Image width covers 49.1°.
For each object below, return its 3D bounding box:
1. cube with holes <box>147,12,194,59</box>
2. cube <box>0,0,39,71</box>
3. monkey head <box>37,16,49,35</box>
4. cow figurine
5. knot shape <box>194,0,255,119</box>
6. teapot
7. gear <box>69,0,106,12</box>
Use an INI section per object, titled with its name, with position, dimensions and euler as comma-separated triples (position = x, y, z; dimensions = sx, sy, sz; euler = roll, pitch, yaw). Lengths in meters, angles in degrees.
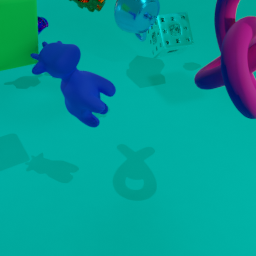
[cube with holes]
position = 1.313, -2.948, 8.979
dimensions = 1.032, 1.032, 1.032
euler = -12, 0, -15
[cube]
position = -1.952, -1.538, 3.770
dimensions = 1.125, 1.125, 1.125
euler = -20, 65, -26
[monkey head]
position = -2.890, -3.151, 8.063
dimensions = 1.436, 1.033, 0.866
euler = -15, 25, -34
[cow figurine]
position = -0.848, -0.672, 4.315
dimensions = 1.272, 1.293, 0.710
euler = 31, 62, 0
[knot shape]
position = 1.517, -1.037, 3.882
dimensions = 0.856, 1.853, 1.734
euler = 11, -2, -1
[teapot]
position = 0.241, -2.428, 5.727
dimensions = 1.011, 1.627, 0.796
euler = -41, 67, -18
[gear]
position = -1.376, -3.948, 7.859
dimensions = 1.627, 1.627, 0.301
euler = 25, 81, 27
